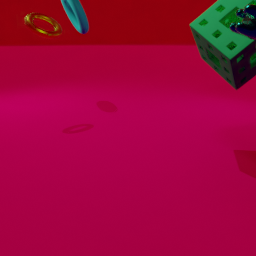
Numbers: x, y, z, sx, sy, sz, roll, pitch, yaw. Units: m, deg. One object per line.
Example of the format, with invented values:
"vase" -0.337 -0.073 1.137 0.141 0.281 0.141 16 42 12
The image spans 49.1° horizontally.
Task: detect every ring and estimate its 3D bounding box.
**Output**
"ring" -2.678 -3.256 8.917 1.170 0.234 1.170 20 41 -19
"ring" -2.252 -4.904 11.743 0.396 1.981 1.981 -31 26 -10

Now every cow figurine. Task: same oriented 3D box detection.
"cow figurine" 2.186 -1.568 4.421 0.969 0.541 0.985 22 19 -1

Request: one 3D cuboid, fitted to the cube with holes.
"cube with holes" 2.454 -1.985 6.257 1.341 1.341 1.341 55 9 31
